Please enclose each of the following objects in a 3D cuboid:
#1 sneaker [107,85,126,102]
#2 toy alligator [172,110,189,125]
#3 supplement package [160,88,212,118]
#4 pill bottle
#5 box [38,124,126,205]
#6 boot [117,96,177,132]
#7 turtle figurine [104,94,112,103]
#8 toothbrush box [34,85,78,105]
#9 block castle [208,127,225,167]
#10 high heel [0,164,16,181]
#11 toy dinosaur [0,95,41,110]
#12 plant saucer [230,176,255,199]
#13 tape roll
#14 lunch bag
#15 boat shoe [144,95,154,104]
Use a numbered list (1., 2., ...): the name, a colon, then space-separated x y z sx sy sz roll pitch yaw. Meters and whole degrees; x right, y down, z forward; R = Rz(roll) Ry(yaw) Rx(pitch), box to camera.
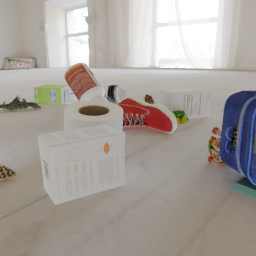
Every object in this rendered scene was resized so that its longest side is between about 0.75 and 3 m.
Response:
1. sneaker: -0.737 -1.949 15.707 0.971 0.959 2.445 7 5 6
2. toy alligator: 1.714 -0.411 10.955 1.832 0.497 0.543 -10 19 -33
3. supplement package: 2.462 -1.083 12.158 1.906 1.142 1.156 -4 16 -16
4. pill bottle: -1.852 -1.761 12.666 1.251 1.251 2.230 -17 66 -46
5. box: -0.910 0.671 5.747 1.564 1.190 0.831 -9 18 -30
6. boot: 0.241 -0.221 9.881 1.917 0.962 2.657 -28 36 -32
7. turtle figurine: -1.416 -1.433 13.965 1.320 0.888 1.764 20 6 9
8. toothbrush box: -3.892 -1.882 15.508 2.071 0.891 1.508 3 15 13
9. block castle: 2.370 0.443 7.025 0.660 0.987 0.463 -6 24 -18
10. high heel: -3.063 1.185 5.670 1.476 0.527 1.052 8 36 -26
11. toy dinosaur: -5.526 -1.092 13.376 2.541 0.603 1.120 -12 26 -26
12. plant saucer: 3.008 1.333 5.302 0.701 0.190 2.006 -12 18 -39
13. tape roll: -0.962 0.006 7.903 1.647 1.131 1.647 3 24 -1
14. lunch bag: 3.287 0.187 5.725 2.775 1.886 1.836 1 8 -4
15. boat shoe: 1.140 -1.596 15.422 0.416 0.393 1.156 -5 16 -16
